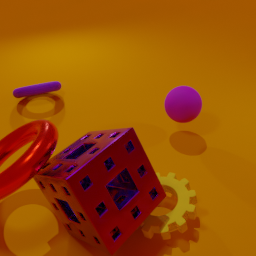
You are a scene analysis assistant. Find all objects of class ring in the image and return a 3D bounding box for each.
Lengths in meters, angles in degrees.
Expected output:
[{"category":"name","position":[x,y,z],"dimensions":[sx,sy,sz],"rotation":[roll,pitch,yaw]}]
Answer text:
[{"category":"ring","position":[-1.996,0.521,4.866],"dimensions":[1.824,0.365,1.824],"rotation":[-25,30,16]},{"category":"ring","position":[-2.757,-1.170,8.543],"dimensions":[1.443,0.289,1.443],"rotation":[-11,10,2]}]

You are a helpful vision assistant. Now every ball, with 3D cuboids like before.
[{"category":"ball","position":[1.368,-0.584,6.961],"dimensions":[0.918,0.918,0.918],"rotation":[0,36,0]}]

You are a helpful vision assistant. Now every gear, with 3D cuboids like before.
[{"category":"gear","position":[0.615,1.408,5.236],"dimensions":[1.306,0.242,1.306],"rotation":[-12,38,9]}]

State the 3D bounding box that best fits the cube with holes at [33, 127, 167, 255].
[{"category":"cube with holes","position":[-0.489,0.946,4.700],"dimensions":[1.354,1.354,1.354],"rotation":[-38,19,-34]}]
